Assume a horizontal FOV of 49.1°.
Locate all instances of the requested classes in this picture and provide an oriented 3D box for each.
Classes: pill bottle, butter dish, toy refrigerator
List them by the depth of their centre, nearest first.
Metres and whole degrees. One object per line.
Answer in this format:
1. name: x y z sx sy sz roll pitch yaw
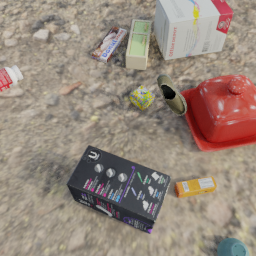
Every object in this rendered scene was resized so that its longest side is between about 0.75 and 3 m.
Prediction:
1. butter dish: 3.731 -0.935 10.334 2.951 2.187 2.959 -9 59 -6
2. pill bottle: -5.264 -2.044 11.802 1.496 0.840 0.840 -31 64 -18
3. toy refrigerator: 0.508 -3.904 12.915 0.933 0.860 2.459 7 58 4

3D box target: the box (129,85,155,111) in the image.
1. box: 0.579 -1.241 11.529 0.730 0.463 0.758 -38 65 -21

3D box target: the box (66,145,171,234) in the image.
1. box: -0.261 1.944 8.851 2.802 1.713 1.486 20 60 11

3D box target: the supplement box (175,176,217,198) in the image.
1. supplement box: 2.306 2.021 9.563 1.338 0.445 0.460 -7 57 -5

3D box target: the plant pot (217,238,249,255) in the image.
1. plant pot: 3.227 3.740 8.413 0.925 0.623 0.925 0 59 1

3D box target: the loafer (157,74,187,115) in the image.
1. loafer: 1.551 -1.080 10.089 0.671 1.785 0.622 -25 28 28

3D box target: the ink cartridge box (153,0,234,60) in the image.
1. ink cartridge box: 2.765 -4.656 12.630 2.827 2.054 2.044 -11 57 -7

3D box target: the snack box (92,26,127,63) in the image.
1. snack box: -0.860 -4.001 13.318 0.791 0.268 2.201 21 61 12
